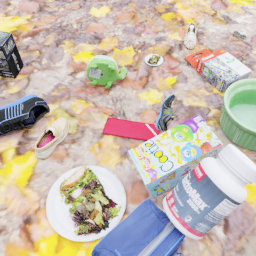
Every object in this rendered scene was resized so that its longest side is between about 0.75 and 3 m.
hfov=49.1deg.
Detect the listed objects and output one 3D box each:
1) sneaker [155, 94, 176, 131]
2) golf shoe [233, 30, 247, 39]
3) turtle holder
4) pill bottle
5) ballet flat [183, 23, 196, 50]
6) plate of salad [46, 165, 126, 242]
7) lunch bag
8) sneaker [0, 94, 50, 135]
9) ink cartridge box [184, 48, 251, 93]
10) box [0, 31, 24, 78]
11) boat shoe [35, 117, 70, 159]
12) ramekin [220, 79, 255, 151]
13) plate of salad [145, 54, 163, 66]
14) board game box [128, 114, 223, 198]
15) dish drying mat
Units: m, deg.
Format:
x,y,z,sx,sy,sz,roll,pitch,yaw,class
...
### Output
x,y,z,sx,sy,sz,roll,pitch,yaw,class
1.432,-0.543,10.004,0.576,1.390,0.493,23,12,23,sneaker
6.205,-5.179,15.490,0.780,0.305,0.379,36,43,18,golf shoe
-0.994,-2.730,12.873,1.791,1.361,1.272,-11,43,9,turtle holder
2.168,1.601,7.262,2.361,1.412,1.412,-50,58,17,pill bottle
3.372,-5.039,15.134,0.714,0.603,1.888,4,53,6,ballet flat
-1.414,2.387,9.434,2.708,0.650,2.708,0,52,-1,plate of salad
0.460,3.454,7.902,2.623,1.782,1.735,-36,61,-26,lunch bag
-4.528,-0.377,11.316,1.114,1.003,2.860,32,58,31,sneaker
4.239,-3.085,13.537,1.588,0.734,2.915,-26,58,-19,ink cartridge box
-6.427,-3.505,13.120,2.354,1.928,1.014,9,54,7,box
-2.962,0.264,11.013,0.749,0.703,2.032,17,54,12,boat shoe
5.092,-0.479,11.133,2.877,1.405,2.877,0,53,0,ramekin
1.323,-3.492,14.188,0.937,0.225,0.937,0,53,-1,plate of salad
1.617,0.981,9.614,2.740,1.437,1.411,-27,56,-3,board game box
0.170,0.042,11.494,2.300,0.209,0.883,9,54,7,dish drying mat
